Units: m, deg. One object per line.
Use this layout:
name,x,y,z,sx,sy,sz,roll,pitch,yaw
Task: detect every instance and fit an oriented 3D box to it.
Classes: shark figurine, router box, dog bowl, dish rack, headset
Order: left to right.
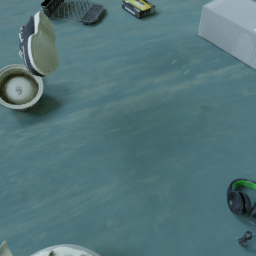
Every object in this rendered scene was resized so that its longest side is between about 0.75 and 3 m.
dog bowl,-3.023,-1.071,7.785,1.329,0.490,1.329,4,74,-13
shark figurine,-1.317,2.441,5.008,2.295,0.958,1.371,-18,78,-10
dish rack,-2.094,-4.767,11.006,2.168,0.591,1.663,14,53,10
router box,0.409,-4.872,11.265,0.874,0.290,1.112,-30,57,-22
headset,2.508,1.718,5.884,0.903,0.687,1.462,17,38,10

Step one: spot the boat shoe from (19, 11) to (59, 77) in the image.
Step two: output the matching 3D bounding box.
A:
boat shoe,-1.758,-1.534,5.297,0.573,0.701,1.898,-28,49,16

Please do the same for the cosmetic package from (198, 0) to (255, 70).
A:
cosmetic package,3.956,-3.242,9.330,1.555,1.313,2.911,-34,61,-21
